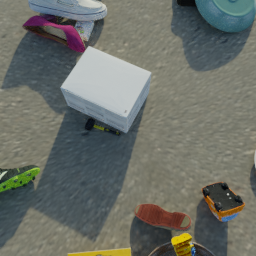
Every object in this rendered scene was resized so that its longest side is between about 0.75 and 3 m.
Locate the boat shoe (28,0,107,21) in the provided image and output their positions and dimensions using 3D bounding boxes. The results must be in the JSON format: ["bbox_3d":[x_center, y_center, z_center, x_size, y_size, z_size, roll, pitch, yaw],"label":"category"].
[{"bbox_3d":[-2.030,-4.380,9.558,2.679,0.880,0.964,9,49,-4],"label":"boat shoe"}]

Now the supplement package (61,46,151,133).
[{"bbox_3d":[-0.598,-1.134,8.316,2.084,1.155,1.623,25,71,9],"label":"supplement package"}]

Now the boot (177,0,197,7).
[{"bbox_3d":[2.589,-5.055,10.169,1.661,0.625,1.242,9,68,4],"label":"boot"}]

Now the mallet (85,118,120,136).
[{"bbox_3d":[-0.739,-0.024,8.412,1.081,0.222,0.356,11,69,0],"label":"mallet"}]

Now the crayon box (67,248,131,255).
[{"bbox_3d":[-0.584,4.170,6.475,1.564,0.641,2.487,-4,69,-2],"label":"crayon box"}]

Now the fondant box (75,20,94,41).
[{"bbox_3d":[-1.557,-3.440,9.746,0.549,0.222,0.761,14,68,5],"label":"fondant box"}]

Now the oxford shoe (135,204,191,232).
[{"bbox_3d":[0.891,2.396,7.266,1.512,0.565,0.532,11,56,26],"label":"oxford shoe"}]

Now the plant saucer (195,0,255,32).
[{"bbox_3d":[3.514,-4.515,9.742,2.398,0.431,2.398,3,76,-13],"label":"plant saucer"}]

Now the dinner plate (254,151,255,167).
[{"bbox_3d":[4.528,1.051,7.949,1.914,0.232,1.914,0,67,0],"label":"dinner plate"}]

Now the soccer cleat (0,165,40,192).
[{"bbox_3d":[-3.454,1.363,7.598,2.084,0.704,0.845,-23,63,-7],"label":"soccer cleat"}]

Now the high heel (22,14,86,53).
[{"bbox_3d":[-2.431,-2.995,9.244,1.151,0.807,2.395,-34,57,-23],"label":"high heel"}]

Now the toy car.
[{"bbox_3d":[1.839,2.294,7.018,2.447,1.200,0.814,-24,115,-23],"label":"toy car"}]

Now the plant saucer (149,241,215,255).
[{"bbox_3d":[1.324,3.915,6.721,2.271,0.391,2.271,0,69,0],"label":"plant saucer"}]
